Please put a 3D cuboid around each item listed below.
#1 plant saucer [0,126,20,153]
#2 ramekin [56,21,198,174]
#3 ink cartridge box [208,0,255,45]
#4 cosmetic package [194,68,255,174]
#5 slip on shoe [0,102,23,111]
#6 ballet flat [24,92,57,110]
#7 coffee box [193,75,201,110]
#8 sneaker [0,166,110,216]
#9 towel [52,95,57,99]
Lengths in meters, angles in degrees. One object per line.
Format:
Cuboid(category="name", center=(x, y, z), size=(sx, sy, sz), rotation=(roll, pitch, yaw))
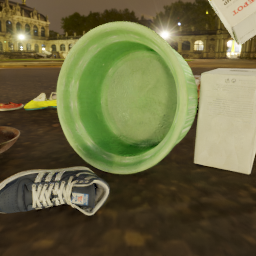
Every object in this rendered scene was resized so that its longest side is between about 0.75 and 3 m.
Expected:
Cuboid(category="plant saucer", center=(-3.643, 0.352, 6.550), size=(2.121, 0.340, 2.121), rotation=(0, 16, 0))
Cuboid(category="ramekin", center=(0.044, -0.569, 5.616), size=(2.739, 2.739, 1.338), rotation=(8, 10, 28))
Cuboid(category="ink cartridge box", center=(1.888, -2.454, 4.636), size=(1.163, 1.586, 1.158), rotation=(-33, -13, 23))
Cuboid(category="cosmetic package", center=(2.227, -0.284, 5.958), size=(1.137, 1.849, 1.844), rotation=(8, 17, 27))
Cuboid(category="slip on shoe", center=(-4.692, -0.900, 11.302), size=(0.365, 0.301, 0.985), rotation=(10, 17, 40))
Cuboid(category="ballet flat", center=(-3.227, -1.117, 11.422), size=(1.949, 0.653, 0.651), rotation=(-4, 15, -13))
Cuboid(category="coffee box", center=(2.179, -1.353, 11.004), size=(2.347, 1.342, 0.936), rotation=(-10, 17, -36))
Cuboid(category="sneaker", center=(-1.019, 0.933, 3.944), size=(1.592, 0.558, 0.864), rotation=(-7, 14, -35))
Cuboid(category="towel", center=(-2.729, -1.492, 13.562), size=(1.585, 0.273, 1.050), rotation=(-13, 19, -40))
